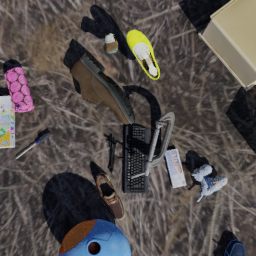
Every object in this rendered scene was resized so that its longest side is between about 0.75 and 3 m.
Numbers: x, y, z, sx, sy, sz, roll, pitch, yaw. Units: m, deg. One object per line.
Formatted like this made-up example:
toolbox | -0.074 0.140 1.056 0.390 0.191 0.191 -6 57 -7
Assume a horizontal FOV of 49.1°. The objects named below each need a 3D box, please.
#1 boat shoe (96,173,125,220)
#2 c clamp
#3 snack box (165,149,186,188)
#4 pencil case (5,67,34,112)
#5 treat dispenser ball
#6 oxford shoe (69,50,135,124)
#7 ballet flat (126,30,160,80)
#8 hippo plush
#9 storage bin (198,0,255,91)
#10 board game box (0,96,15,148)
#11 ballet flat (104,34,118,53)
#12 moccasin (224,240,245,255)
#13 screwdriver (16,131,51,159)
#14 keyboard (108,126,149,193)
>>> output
boat shoe | -0.616 2.318 9.416 0.617 0.616 1.712 -24 84 -3
c clamp | 0.938 0.511 8.873 0.294 1.856 2.172 21 100 31
snack box | 1.642 1.398 9.757 0.465 0.157 1.292 -13 83 -1
pencil case | -3.857 -1.323 9.852 0.716 0.694 1.528 -18 81 -1
treat dispenser ball | -0.999 3.889 8.457 2.179 2.179 2.179 0 83 0
oxford shoe | -0.901 -1.166 9.766 1.249 1.076 2.960 -41 84 14
ballet flat | 0.543 -2.163 8.525 0.599 1.793 0.601 -27 44 12
hippo plush | 2.703 1.726 9.510 1.156 0.921 0.930 -50 61 35
storage bin | 4.527 -3.323 9.784 2.746 1.296 2.766 -38 84 -5
board game box | -5.367 -0.141 9.791 2.662 0.456 1.790 -4 83 0
ballet flat | -0.551 -2.774 9.038 0.473 1.395 0.505 -7 114 7
moccasin | 3.555 4.746 9.080 0.816 0.691 2.027 6 83 1
screwdriver | -3.313 0.635 9.816 1.486 0.207 0.216 -42 55 -8
keyboard | 0.006 1.086 9.770 1.481 0.240 2.330 1 82 0
